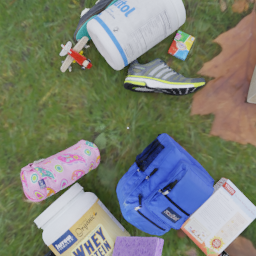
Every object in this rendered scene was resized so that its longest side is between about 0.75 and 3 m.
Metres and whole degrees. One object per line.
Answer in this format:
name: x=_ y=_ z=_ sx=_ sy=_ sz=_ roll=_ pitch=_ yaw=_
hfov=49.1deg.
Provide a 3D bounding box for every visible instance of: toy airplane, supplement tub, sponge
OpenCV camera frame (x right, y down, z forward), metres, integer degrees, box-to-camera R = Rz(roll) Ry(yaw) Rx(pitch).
toy airplane: x=-1.951 y=-2.669 z=10.197 sx=1.176 sy=0.830 sz=1.171 roll=-12 pitch=120 yaw=-13
supplement tub: x=-1.381 y=3.491 z=9.166 sx=2.145 sy=2.145 sz=2.970 roll=-42 pitch=88 yaw=-2
supplement tub: x=0.257 y=-3.576 z=9.706 sx=2.947 sy=1.945 sz=1.945 roll=-37 pitch=87 yaw=-3
sponge: x=0.196 y=3.436 z=7.519 sx=0.257 sy=1.724 sz=0.962 roll=33 pitch=55 yaw=-30

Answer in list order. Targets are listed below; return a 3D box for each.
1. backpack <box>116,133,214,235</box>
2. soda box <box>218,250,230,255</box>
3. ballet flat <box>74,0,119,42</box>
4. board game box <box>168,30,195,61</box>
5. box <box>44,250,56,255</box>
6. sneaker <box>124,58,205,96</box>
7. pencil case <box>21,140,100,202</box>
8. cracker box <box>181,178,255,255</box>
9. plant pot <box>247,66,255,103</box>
backpack: x=0.978 y=1.884 z=8.557 sx=2.196 sy=2.268 sz=2.703 roll=42 pitch=99 yaw=-16
soda box: x=3.779 y=5.050 z=9.901 sx=1.460 sy=0.462 sz=0.517 roll=44 pitch=89 yaw=3
ballet flat: x=-1.068 y=-4.228 z=10.341 sx=2.640 sy=0.964 sz=0.964 roll=-41 pitch=87 yaw=4
board game box: x=2.008 y=-3.107 z=10.544 sx=0.704 sy=0.186 sz=0.920 roll=25 pitch=87 yaw=2
box: x=-2.870 y=6.067 z=9.269 sx=2.672 sy=1.656 sz=2.627 roll=-39 pitch=85 yaw=-2
sneaker: x=1.338 y=-1.881 z=10.065 sx=2.918 sy=1.078 sz=1.181 roll=6 pitch=83 yaw=-1
pencil case: x=-2.094 y=1.271 z=8.998 sx=1.206 sy=2.758 sz=1.206 roll=11 pitch=111 yaw=30
cracker box: x=3.178 y=3.164 z=9.903 sx=2.391 sy=0.690 sz=1.601 roll=-44 pitch=87 yaw=-2
plant pot: x=6.013 y=-2.333 z=9.324 sx=2.885 sy=2.881 sz=2.554 roll=9 pitch=74 yaw=1
